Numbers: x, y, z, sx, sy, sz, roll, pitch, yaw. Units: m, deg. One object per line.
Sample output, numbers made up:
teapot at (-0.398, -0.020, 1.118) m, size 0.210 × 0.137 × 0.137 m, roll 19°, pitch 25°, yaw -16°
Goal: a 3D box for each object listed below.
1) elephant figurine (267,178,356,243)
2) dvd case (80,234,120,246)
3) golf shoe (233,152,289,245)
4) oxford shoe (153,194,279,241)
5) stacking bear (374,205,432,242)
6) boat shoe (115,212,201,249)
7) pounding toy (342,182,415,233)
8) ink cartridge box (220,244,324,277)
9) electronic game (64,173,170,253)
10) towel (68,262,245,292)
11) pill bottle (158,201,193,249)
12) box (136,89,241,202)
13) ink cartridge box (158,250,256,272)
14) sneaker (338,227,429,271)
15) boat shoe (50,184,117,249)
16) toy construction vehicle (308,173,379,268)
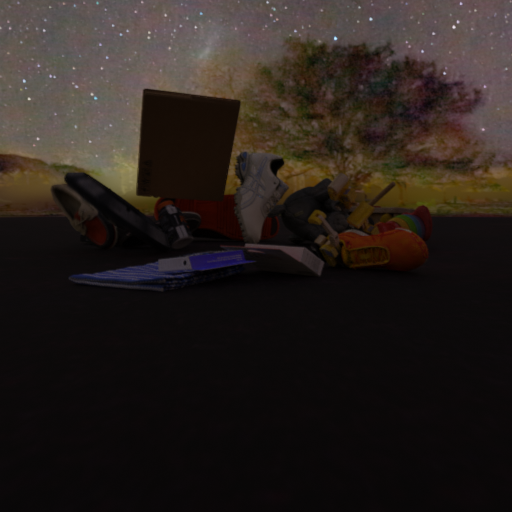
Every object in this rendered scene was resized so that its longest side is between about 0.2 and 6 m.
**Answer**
elephant figurine at (1.470, -0.872, 13.694) m, size 1.824 × 1.664 × 2.351 m, roll 44°, pitch 0°, yaw 6°
dvd case at (-3.065, -0.452, 14.186) m, size 1.643 × 0.270 × 2.186 m, roll 5°, pitch 6°, yaw 45°
golf shoe at (0.128, -1.262, 11.765) m, size 1.113 × 2.289 × 0.896 m, roll -5°, pitch -26°, yaw 11°
oxford shoe at (-1.071, -0.993, 15.110) m, size 3.370 × 1.199 × 1.222 m, roll 10°, pitch -13°, yaw -12°
stacking bear at (3.119, -0.527, 12.381) m, size 1.442 × 0.820 × 0.876 m, roll -15°, pitch -7°, yaw -32°
boat shoe at (-2.193, -0.523, 12.778) m, size 2.017 × 0.674 × 0.575 m, roll -10°, pitch 43°, yaw -17°
pounding toy at (3.219, -1.302, 15.642) m, size 1.683 × 1.688 × 2.943 m, roll 3°, pitch 4°, yaw -22°
ink cartridge box at (0.219, -0.027, 7.625) m, size 1.092 × 0.244 × 0.962 m, roll 4°, pitch -20°, yaw 42°
electronic game at (-2.719, -0.849, 11.089) m, size 2.436 × 0.507 × 2.436 m, roll 37°, pitch -1°, yaw 1°
towel at (-1.200, 0.190, 7.354) m, size 1.445 × 0.238 × 1.996 m, roll 2°, pitch 6°, yaw 27°
pill bottle at (-1.767, -0.685, 11.971) m, size 0.528 × 0.994 × 0.528 m, roll -24°, pitch -17°, yaw -8°
box at (-1.459, -2.219, 11.706) m, size 1.940 × 2.373 × 0.252 m, roll 3°, pitch 38°, yaw -14°
ink cartridge box at (-0.623, 0.057, 7.084) m, size 0.898 × 0.197 × 0.906 m, roll -9°, pitch 5°, yaw -44°
sneaker at (1.716, -0.009, 8.270) m, size 0.725 × 0.686 × 1.879 m, roll -26°, pitch 13°, yaw -30°
boat shoe at (-3.832, -0.890, 12.427) m, size 2.031 × 0.723 × 0.635 m, roll 46°, pitch 13°, yaw 24°
toy construction vehicle at (1.370, -0.455, 8.490) m, size 0.487 × 1.384 × 1.205 m, roll 25°, pitch 64°, yaw 43°
